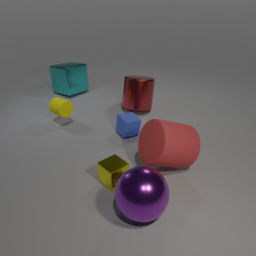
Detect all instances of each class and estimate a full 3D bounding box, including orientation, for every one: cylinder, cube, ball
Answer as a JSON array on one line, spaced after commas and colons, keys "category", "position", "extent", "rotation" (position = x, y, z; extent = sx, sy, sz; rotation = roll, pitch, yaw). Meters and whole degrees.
[{"category": "cylinder", "position": [1.262, 0.496, 8.694], "extent": [1.400, 1.400, 1.400], "rotation": [9, 21, -32]}, {"category": "cube", "position": [-0.437, 1.341, 8.480], "extent": [0.700, 0.700, 0.700], "rotation": [-23, 36, -34]}, {"category": "cylinder", "position": [-2.746, -0.850, 11.506], "extent": [0.700, 0.700, 0.700], "rotation": [22, 36, 34]}, {"category": "cylinder", "position": [0.469, -1.626, 12.900], "extent": [1.400, 1.400, 1.400], "rotation": [5, 17, -1]}, {"category": "ball", "position": [0.354, 1.675, 7.147], "extent": [1.400, 1.400, 1.400], "rotation": [0, 29, 0]}, {"category": "cube", "position": [-3.081, -2.632, 14.770], "extent": [1.400, 1.400, 1.400], "rotation": [16, 30, 38]}, {"category": "cube", "position": [0.008, -0.129, 10.976], "extent": [0.700, 0.700, 0.700], "rotation": [-9, 35, -29]}]
